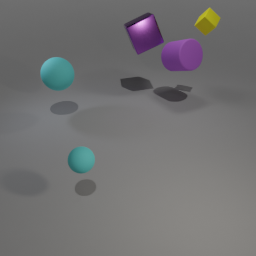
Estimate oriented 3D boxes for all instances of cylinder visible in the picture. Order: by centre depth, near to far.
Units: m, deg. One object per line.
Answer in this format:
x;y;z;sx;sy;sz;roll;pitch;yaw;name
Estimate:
2.509;-3.381;13.109;1.400;1.400;1.400;-17;17;-26;cylinder

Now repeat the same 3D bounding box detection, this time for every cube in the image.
3.516;-4.696;12.387;0.700;0.700;0.700;37;62;-13;cube
0.747;-4.631;13.675;1.400;1.400;1.400;-24;26;6;cube

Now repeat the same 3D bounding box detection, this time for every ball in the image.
-1.213;0.830;7.279;0.700;0.700;0.700;0;30;0;ball
-2.994;-2.292;11.928;1.400;1.400;1.400;0;30;0;ball
